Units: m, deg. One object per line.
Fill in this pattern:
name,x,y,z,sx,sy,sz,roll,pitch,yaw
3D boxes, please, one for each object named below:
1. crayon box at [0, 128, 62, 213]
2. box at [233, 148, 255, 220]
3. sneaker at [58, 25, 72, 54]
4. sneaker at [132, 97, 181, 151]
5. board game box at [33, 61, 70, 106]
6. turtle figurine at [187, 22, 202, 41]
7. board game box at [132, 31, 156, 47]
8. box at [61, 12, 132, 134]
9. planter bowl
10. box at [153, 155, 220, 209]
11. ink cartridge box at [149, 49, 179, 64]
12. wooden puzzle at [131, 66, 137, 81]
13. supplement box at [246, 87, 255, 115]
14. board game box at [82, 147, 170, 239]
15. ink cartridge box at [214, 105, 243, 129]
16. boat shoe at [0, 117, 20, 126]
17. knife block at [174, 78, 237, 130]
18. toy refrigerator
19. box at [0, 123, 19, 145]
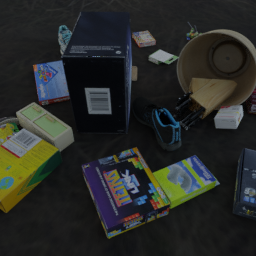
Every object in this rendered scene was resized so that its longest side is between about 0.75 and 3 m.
crayon box,-3.239,1.191,7.676,1.555,0.622,2.450,26,50,24
box,4.061,1.633,7.235,2.400,0.612,1.893,15,46,15
sneaker,-2.799,-3.965,12.708,0.795,0.884,2.047,-18,47,-17
sneaker,0.956,-0.410,9.031,0.901,1.009,2.462,-23,48,-21
board game box,-2.953,-1.842,11.020,1.293,0.244,2.511,-12,46,-14
turtle figurine,3.280,-4.605,13.465,0.844,0.870,0.626,6,8,-26
board game box,0.762,-4.313,13.513,0.817,0.250,1.079,-12,46,-12
box,-0.784,-1.822,9.102,1.782,2.891,2.868,1,45,2
planter bowl,3.318,-2.212,9.832,2.675,2.675,1.800,25,41,23
box,1.593,1.399,7.646,1.645,0.392,1.003,-20,49,-18
ink cartridge box,1.552,-3.018,12.198,1.075,0.258,0.782,33,53,29
wooden puzzle,-0.021,-2.193,11.426,0.788,0.197,0.851,1,50,1
supplement box,4.728,-1.108,10.114,0.837,0.468,1.538,9,45,8
board game box,-0.113,1.579,7.330,1.664,0.571,2.013,-16,47,-18
ink cartridge box,3.302,-0.359,9.169,0.686,0.394,0.945,1,29,36
boat shoe,-4.114,-0.203,9.277,1.114,0.372,0.317,-16,51,-11
knife block,2.627,-0.772,9.485,2.097,0.671,1.841,4,61,1
toy refrigerator,-2.650,-0.060,8.914,1.911,0.669,0.725,31,53,28
box,-4.109,0.395,8.686,1.503,0.364,0.882,-24,49,-19
